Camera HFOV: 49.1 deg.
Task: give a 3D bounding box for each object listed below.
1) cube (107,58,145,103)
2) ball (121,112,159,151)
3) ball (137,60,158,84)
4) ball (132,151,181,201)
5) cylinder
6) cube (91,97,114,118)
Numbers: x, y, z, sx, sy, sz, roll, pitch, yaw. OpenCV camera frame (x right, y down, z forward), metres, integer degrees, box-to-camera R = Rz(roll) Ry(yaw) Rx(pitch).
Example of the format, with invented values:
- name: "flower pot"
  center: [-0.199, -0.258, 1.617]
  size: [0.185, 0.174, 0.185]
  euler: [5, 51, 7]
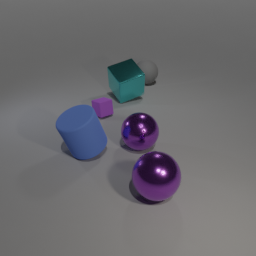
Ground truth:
- name: "cube"
  center: [-0.090, -2.369, 14.082]
  size: [1.400, 1.400, 1.400]
  euler: [-23, 56, -16]
- name: "ball"
  center: [0.437, 0.127, 10.262]
  size: [1.400, 1.400, 1.400]
  euler: [0, 29, 0]
- name: "ball"
  center: [1.051, -3.254, 16.268]
  size: [1.400, 1.400, 1.400]
  euler: [0, 29, 0]
- name: "ball"
  center: [0.804, 1.360, 7.963]
  size: [1.400, 1.400, 1.400]
  euler: [0, 29, 0]
- name: "cylinder"
  center: [-1.592, 0.141, 9.776]
  size: [1.400, 1.400, 1.400]
  euler: [-13, 40, 11]
- name: "cube"
  center: [-1.163, -0.952, 12.776]
  size: [0.700, 0.700, 0.700]
  euler: [-20, 26, -34]
